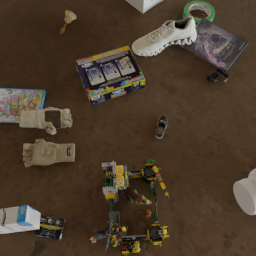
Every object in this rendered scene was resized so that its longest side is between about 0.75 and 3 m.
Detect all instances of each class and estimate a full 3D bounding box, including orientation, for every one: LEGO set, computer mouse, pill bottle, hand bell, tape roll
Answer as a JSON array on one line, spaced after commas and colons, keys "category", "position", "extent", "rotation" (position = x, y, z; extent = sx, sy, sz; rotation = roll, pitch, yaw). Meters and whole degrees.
[{"category": "LEGO set", "position": [0.149, 2.170, 8.373], "extent": [2.249, 1.695, 2.925], "rotation": [4, 63, 2]}, {"category": "computer mouse", "position": [3.632, -1.994, 11.352], "extent": [0.670, 0.220, 0.954], "rotation": [40, 61, 20]}, {"category": "pill bottle", "position": [4.723, 1.777, 8.723], "extent": [2.573, 1.429, 1.429], "rotation": [-17, 64, -9]}, {"category": "hand bell", "position": [-2.823, -4.684, 12.646], "extent": [0.567, 0.567, 1.088], "rotation": [23, 78, 11]}, {"category": "tape roll", "position": [3.264, -5.284, 12.952], "extent": [1.412, 0.339, 1.412], "rotation": [0, 64, 0]}]

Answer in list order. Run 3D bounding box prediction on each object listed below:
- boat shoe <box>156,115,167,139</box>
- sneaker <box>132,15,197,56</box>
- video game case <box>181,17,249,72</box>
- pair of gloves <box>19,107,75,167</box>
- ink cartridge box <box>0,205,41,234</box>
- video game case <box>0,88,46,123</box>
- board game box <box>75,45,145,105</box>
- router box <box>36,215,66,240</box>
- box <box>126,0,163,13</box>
[{"category": "boat shoe", "position": [1.239, -0.096, 10.319], "extent": [0.365, 0.298, 0.988], "rotation": [17, 64, 9]}, {"category": "sneaker", "position": [1.469, -3.883, 11.698], "extent": [2.809, 1.138, 1.055], "rotation": [-19, 65, 3]}, {"category": "video game case", "position": [3.668, -3.600, 11.972], "extent": [2.295, 0.218, 1.640], "rotation": [37, 82, 16]}, {"category": "pair of gloves", "position": [-2.861, 0.275, 9.983], "extent": [1.839, 0.379, 2.163], "rotation": [-7, 73, -10]}, {"category": "ink cartridge box", "position": [-3.406, 2.762, 8.407], "extent": [1.231, 0.893, 0.516], "rotation": [-10, 57, 6]}, {"category": "video game case", "position": [-4.320, -0.877, 10.783], "extent": [2.045, 0.182, 1.463], "rotation": [2, 63, 2]}, {"category": "board game box", "position": [-0.721, -2.133, 11.168], "extent": [2.288, 0.649, 1.892], "rotation": [-19, 63, -9]}, {"category": "router box", "position": [-2.409, 3.102, 8.738], "extent": [0.773, 0.202, 0.608], "rotation": [9, 63, 4]}, {"category": "box", "position": [0.446, -6.825, 13.263], "extent": [1.494, 1.170, 2.401], "rotation": [-38, 70, -17]}]
